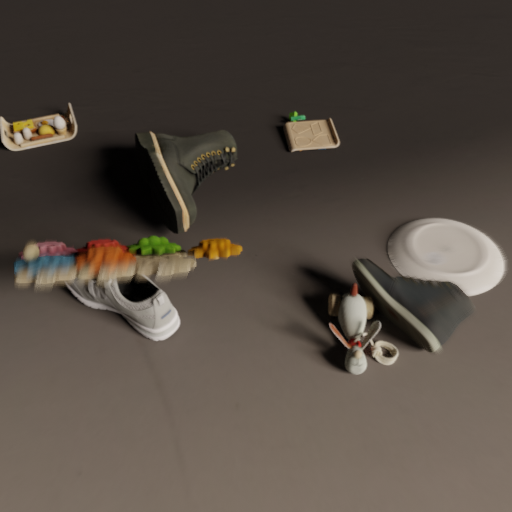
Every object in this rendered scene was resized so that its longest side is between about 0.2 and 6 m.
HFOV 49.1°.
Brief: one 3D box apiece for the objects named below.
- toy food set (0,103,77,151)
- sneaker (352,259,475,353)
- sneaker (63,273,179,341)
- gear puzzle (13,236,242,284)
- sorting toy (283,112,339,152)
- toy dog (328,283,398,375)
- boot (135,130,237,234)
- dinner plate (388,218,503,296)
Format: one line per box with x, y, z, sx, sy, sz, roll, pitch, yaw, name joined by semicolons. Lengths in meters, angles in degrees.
-5.281;-3.203;13.571;1.720;0.519;1.234;-15;46;-15;toy food set
2.564;0.580;9.316;1.054;0.742;1.984;-38;63;-10;sneaker
-2.294;0.434;9.421;2.441;1.001;0.912;23;48;22;sneaker
-1.921;-0.073;8.929;3.571;0.468;1.850;-3;11;-17;gear puzzle
1.281;-3.049;13.620;1.184;0.236;1.602;-8;48;-2;sorting toy
1.601;1.056;8.964;1.011;0.739;1.533;-13;45;-13;toy dog
-1.155;-1.814;11.718;2.214;1.240;3.201;-11;45;-18;boot
3.567;-0.083;10.537;2.123;0.257;2.123;-1;44;1;dinner plate
